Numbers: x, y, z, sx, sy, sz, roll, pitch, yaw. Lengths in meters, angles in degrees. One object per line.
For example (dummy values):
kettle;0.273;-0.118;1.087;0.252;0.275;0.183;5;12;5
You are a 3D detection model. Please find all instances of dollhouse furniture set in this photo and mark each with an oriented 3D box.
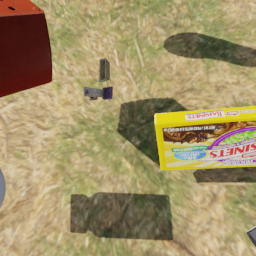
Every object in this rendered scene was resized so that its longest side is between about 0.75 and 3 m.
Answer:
dollhouse furniture set;-0.761;-1.032;5.897;0.610;0.681;0.860;0;91;-40

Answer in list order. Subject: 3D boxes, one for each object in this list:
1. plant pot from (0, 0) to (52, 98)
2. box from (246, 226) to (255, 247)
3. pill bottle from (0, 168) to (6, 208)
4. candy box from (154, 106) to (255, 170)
plant pot;-2.165;-1.526;4.651;1.475;1.300;1.474;41;41;16
box;2.999;2.147;5.129;1.113;0.279;1.121;-43;62;25
pill bottle;-2.964;1.037;4.411;2.050;1.167;1.167;-15;70;37
candy box;2.115;0.249;5.798;2.995;1.531;0.396;-4;45;10
